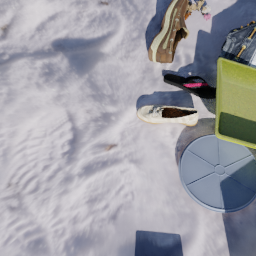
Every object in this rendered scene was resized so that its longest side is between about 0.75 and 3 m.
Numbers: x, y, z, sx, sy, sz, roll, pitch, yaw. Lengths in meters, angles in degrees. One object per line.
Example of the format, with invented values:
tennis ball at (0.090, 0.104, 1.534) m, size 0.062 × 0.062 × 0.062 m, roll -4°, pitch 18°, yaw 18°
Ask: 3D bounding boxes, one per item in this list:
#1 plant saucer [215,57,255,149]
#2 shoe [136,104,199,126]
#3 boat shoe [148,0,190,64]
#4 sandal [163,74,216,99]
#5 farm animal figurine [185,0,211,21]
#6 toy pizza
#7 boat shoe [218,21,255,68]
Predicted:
plant saucer at (3.510, -0.436, 7.681) m, size 2.651 × 0.635 × 2.647 m, roll 15°, pitch 59°, yaw -5°
shoe at (1.137, -0.436, 8.026) m, size 1.786 × 0.477 × 0.624 m, roll 6°, pitch 63°, yaw 3°
boat shoe at (1.558, -3.123, 9.035) m, size 0.925 × 0.923 × 2.499 m, roll 20°, pitch 80°, yaw 22°
sandal at (1.949, -1.343, 8.417) m, size 1.823 × 0.411 × 0.684 m, roll 22°, pitch 39°, yaw 12°
farm animal figurine at (2.427, -4.285, 9.934) m, size 1.080 × 0.543 × 0.873 m, roll -2°, pitch 63°, yaw -1°
toy pizza at (2.360, 1.151, 7.310) m, size 2.108 × 0.334 × 2.108 m, roll -1°, pitch 64°, yaw 1°
boat shoe at (3.882, -3.015, 8.945) m, size 1.240 × 0.967 × 2.733 m, roll 26°, pitch 74°, yaw 11°
